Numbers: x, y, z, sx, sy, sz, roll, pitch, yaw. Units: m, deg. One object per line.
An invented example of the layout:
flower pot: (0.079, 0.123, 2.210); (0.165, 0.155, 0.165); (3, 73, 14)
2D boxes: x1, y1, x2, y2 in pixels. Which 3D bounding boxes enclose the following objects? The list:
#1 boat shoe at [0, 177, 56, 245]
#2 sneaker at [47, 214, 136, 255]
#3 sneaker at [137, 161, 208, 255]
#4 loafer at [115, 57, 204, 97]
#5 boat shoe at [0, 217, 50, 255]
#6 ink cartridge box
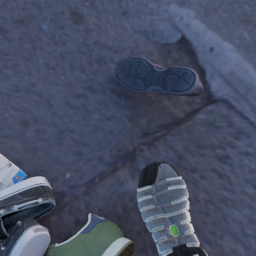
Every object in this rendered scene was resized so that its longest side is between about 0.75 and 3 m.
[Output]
boat shoe: (-2.825, 2.043, 5.986); (2.632, 0.972, 0.899); (-22, 46, -17)
sneaker: (-1.301, 3.031, 5.670); (2.961, 0.993, 1.329); (-42, 53, -16)
sneaker: (0.817, 2.189, 5.807); (1.051, 1.617, 2.800); (-8, 47, -4)
loafer: (0.746, -1.199, 7.173); (2.476, 0.780, 0.890); (20, 89, 37)
boat shoe: (-2.509, 3.018, 5.735); (0.708, 0.858, 2.501); (28, 82, 39)
ink cartridge box: (-2.998, 1.036, 6.409); (0.754, 0.436, 1.033); (-50, 115, -16)
